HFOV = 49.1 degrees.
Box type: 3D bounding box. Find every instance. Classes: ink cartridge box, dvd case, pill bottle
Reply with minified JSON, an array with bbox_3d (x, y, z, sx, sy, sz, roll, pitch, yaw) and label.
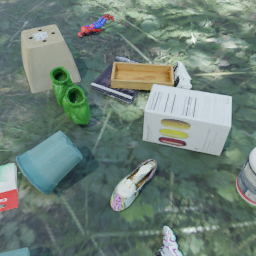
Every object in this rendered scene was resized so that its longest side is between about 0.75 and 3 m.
[{"bbox_3d":[-3.978,1.838,8.486,1.160,0.361,1.442,-13,48,-11],"label":"ink cartridge box"},{"bbox_3d":[-0.193,-2.182,12.125,1.903,0.204,2.559,21,51,16],"label":"dvd case"},{"bbox_3d":[3.953,1.186,7.855,1.267,2.118,1.267,0,48,0],"label":"pill bottle"}]

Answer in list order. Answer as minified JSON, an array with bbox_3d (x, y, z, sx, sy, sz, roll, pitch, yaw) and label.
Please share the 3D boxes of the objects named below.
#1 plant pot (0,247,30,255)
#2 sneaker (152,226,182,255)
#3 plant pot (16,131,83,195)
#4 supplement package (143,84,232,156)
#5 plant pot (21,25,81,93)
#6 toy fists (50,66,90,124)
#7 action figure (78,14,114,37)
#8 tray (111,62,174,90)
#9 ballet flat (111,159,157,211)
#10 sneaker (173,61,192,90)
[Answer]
[{"bbox_3d":[-2.881,3.444,6.562,1.201,1.226,1.226,-11,49,-19],"label":"plant pot"},{"bbox_3d":[0.935,3.107,7.316,0.699,0.388,0.999,-14,49,-13],"label":"sneaker"},{"bbox_3d":[-2.214,0.929,8.242,1.432,1.462,1.462,-40,57,-5],"label":"plant pot"},{"bbox_3d":[1.973,-0.295,9.569,2.680,1.524,1.468,10,48,11],"label":"supplement package"},{"bbox_3d":[-3.389,-3.060,11.794,2.126,1.883,2.124,-17,51,-16],"label":"plant pot"},{"bbox_3d":[-2.178,-1.128,10.492,0.874,1.296,2.543,-31,55,-14],"label":"toy fists"},{"bbox_3d":[-1.724,-5.320,14.712,2.150,0.556,0.703,-33,51,-20],"label":"action figure"},{"bbox_3d":[0.605,-2.146,11.687,2.525,0.467,1.245,4,48,0],"label":"tray"},{"bbox_3d":[0.196,1.602,8.423,0.686,0.706,1.985,38,58,17],"label":"ballet flat"},{"bbox_3d":[2.300,-2.190,11.941,0.713,0.661,1.760,17,44,-13],"label":"sneaker"}]
